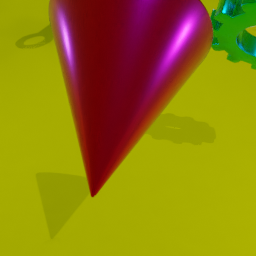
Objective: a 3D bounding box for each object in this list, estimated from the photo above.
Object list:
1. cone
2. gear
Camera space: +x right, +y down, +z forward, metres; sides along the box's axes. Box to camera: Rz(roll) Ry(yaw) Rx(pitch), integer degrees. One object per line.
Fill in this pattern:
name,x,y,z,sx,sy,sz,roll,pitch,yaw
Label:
cone,-0.112,-0.157,2.112,1.355,1.355,1.360,8,69,9
gear,2.272,-1.473,4.365,1.986,1.986,0.367,16,82,16
